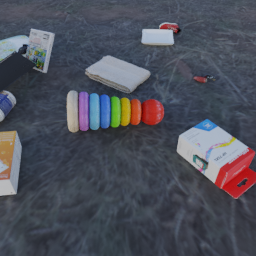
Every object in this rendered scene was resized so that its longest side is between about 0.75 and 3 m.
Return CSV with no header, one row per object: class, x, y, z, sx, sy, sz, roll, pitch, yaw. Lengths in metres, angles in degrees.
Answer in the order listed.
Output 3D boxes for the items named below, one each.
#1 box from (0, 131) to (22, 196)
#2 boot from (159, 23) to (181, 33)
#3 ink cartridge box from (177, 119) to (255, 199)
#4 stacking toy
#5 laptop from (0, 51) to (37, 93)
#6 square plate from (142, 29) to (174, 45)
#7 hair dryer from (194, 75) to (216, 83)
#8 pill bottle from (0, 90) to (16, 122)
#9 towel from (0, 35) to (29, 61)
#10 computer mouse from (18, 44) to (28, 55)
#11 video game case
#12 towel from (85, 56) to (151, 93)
box,-3.308,0.886,7.105,0.937,0.734,1.507,-4,50,-10
boot,2.109,-4.946,13.957,0.993,0.360,0.716,-6,44,-12
ink cartridge box,2.441,0.751,7.451,1.181,0.683,2.033,-28,50,-27
stacking toy,-0.339,-0.535,8.580,2.935,1.253,1.253,-2,42,-8
laptop,-4.288,-1.848,9.960,0.994,1.716,1.607,48,65,-9
square plate,1.407,-4.311,13.351,1.481,0.213,1.495,2,42,3
hair dryer,2.928,-1.891,10.768,0.793,0.216,0.604,2,22,-1
pill bottle,-4.170,-0.612,8.956,0.668,0.668,1.204,7,43,8
towel,-4.899,-3.263,12.015,2.111,0.508,1.807,-29,53,-28
computer mouse,-4.287,-3.286,11.554,0.529,0.201,0.764,12,44,9
video game case,-3.482,-3.035,10.925,1.628,1.484,0.179,25,15,40
towel,-0.411,-2.145,10.847,2.261,0.390,1.498,25,49,25
